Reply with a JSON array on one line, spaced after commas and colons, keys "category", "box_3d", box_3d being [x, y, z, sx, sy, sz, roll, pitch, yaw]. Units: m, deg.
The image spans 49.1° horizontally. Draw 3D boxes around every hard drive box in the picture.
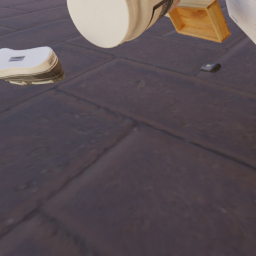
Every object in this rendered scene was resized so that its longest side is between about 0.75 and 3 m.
[{"category": "hard drive box", "box_3d": [3.231, -3.185, 6.828, 0.951, 2.477, 1.930, -35, 64, 14]}]

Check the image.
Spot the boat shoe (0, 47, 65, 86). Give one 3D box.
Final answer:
[{"category": "boat shoe", "box_3d": [-1.852, -1.002, 4.856, 1.742, 0.590, 0.625, 1, 56, 25]}]

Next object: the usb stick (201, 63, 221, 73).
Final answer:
[{"category": "usb stick", "box_3d": [2.110, -1.550, 7.184, 0.295, 0.173, 1.063, -32, 12, 8]}]

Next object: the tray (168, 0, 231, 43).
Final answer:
[{"category": "tray", "box_3d": [1.555, -2.559, 6.513, 0.329, 0.877, 1.778, -41, 34, -2]}]

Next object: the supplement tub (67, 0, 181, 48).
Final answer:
[{"category": "supplement tub", "box_3d": [0.038, -2.479, 5.102, 1.440, 1.440, 2.051, 20, 47, 27]}]

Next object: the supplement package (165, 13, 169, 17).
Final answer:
[{"category": "supplement package", "box_3d": [1.290, -3.678, 7.577, 0.776, 0.805, 1.416, 23, -2, 4]}]
